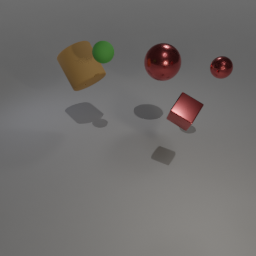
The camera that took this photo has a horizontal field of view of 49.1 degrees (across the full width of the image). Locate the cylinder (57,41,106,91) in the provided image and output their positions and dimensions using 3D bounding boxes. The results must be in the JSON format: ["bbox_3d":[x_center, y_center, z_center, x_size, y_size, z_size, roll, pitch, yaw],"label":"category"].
[{"bbox_3d":[-1.765,-2.342,10.678,1.400,1.400,1.400,-28,1,1],"label":"cylinder"}]

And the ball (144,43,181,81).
[{"bbox_3d":[1.309,-2.485,10.594,1.400,1.400,1.400,0,32,0],"label":"ball"}]

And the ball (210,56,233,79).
[{"bbox_3d":[2.957,-1.912,8.865,0.700,0.700,0.700,0,32,0],"label":"ball"}]

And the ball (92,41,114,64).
[{"bbox_3d":[-0.784,-2.400,8.870,0.700,0.700,0.700,0,32,0],"label":"ball"}]

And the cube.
[{"bbox_3d":[1.618,-0.461,8.029,0.700,0.700,0.700,33,74,8],"label":"cube"}]
